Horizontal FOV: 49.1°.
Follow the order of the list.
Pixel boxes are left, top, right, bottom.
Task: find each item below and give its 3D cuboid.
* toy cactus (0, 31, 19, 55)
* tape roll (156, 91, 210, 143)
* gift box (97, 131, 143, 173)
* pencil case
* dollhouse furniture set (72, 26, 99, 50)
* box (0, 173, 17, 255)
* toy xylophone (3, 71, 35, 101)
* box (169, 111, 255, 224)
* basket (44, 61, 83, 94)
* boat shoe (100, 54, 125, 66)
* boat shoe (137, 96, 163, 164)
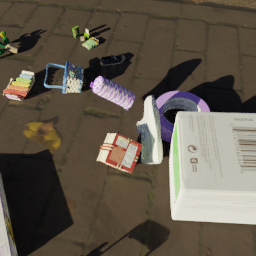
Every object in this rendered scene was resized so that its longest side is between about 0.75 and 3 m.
[{"bbox_3d":[-5.675,-3.660,12.714,1.308,0.811,1.586,17,50,-10],"label":"toy cactus"},{"bbox_3d":[1.898,-0.397,10.167,2.035,0.668,2.035,0,54,-1],"label":"tape roll"},{"bbox_3d":[-0.219,0.717,8.839,1.100,1.113,1.192,30,77,-16],"label":"gift box"},{"bbox_3d":[-0.496,-1.261,10.032,0.694,1.624,0.681,19,84,55],"label":"pencil case"},{"bbox_3d":[-2.019,-4.296,13.194,1.339,0.517,0.669,38,62,25],"label":"dollhouse furniture set"},{"bbox_3d":[-3.800,2.491,8.081,0.608,0.568,2.935,-21,56,-15],"label":"box"},{"bbox_3d":[-4.442,-1.682,11.321,1.119,0.384,1.529,4,53,4],"label":"toy xylophone"},{"bbox_3d":[2.572,1.146,8.062,2.557,2.191,2.545,1,53,3],"label":"box"},{"bbox_3d":[-2.535,-2.052,11.189,1.479,1.028,1.304,1,54,-11],"label":"basket"},{"bbox_3d":[-0.664,-3.038,12.357,1.150,0.358,0.429,-14,53,-12],"label":"boat shoe"},{"bbox_3d":[0.662,0.068,9.317,0.778,0.817,2.270,-8,85,21],"label":"boat shoe"}]
